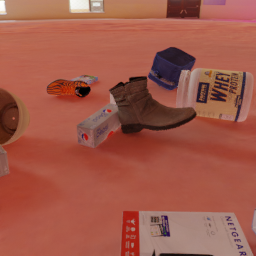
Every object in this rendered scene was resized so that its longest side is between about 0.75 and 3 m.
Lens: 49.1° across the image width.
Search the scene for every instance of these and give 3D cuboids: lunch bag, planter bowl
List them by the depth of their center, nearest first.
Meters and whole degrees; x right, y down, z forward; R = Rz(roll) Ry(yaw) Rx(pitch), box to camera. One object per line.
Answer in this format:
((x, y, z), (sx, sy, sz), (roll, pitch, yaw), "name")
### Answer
((-3.958, -0.318, 9.037), (1.832, 1.832, 1.233), (6, 0, 12), "planter bowl")
((2.149, -2.914, 14.182), (1.624, 1.581, 2.390), (36, 42, 21), "lunch bag")

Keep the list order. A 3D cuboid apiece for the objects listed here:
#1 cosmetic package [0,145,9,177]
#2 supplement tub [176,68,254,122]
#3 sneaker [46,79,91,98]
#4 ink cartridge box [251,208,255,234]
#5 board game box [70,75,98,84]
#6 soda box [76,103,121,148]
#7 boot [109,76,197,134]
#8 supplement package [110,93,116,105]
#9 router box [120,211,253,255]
((-4.103, 1.006, 7.211), (1.735, 0.783, 0.927), (-18, 35, -37), "cosmetic package")
((3.231, -1.290, 10.586), (2.536, 1.838, 1.838), (9, 28, 16), "supplement tub")
((-2.641, -1.793, 12.806), (2.000, 0.776, 1.121), (-13, 28, -24), "sneaker")
((3.348, 2.009, 5.388), (1.476, 0.563, 1.007), (-5, 27, -6), "ink cartridge box")
((-2.333, -2.546, 14.925), (0.931, 0.225, 1.230), (14, 31, 25), "board game box")
((-0.869, -0.130, 9.530), (0.658, 0.708, 2.075), (13, 29, 24), "soda box")
((0.708, -0.841, 9.045), (2.728, 1.782, 0.924), (-8, 17, 25), "boot")
((-0.332, -1.172, 11.797), (0.548, 0.555, 0.915), (-13, 29, -24), "supplement package")
((0.958, 2.419, 4.517), (2.202, 0.599, 2.454), (0, 26, 0), "router box")
